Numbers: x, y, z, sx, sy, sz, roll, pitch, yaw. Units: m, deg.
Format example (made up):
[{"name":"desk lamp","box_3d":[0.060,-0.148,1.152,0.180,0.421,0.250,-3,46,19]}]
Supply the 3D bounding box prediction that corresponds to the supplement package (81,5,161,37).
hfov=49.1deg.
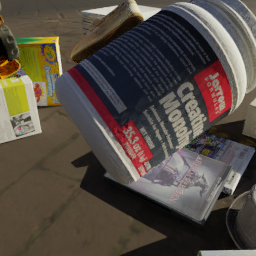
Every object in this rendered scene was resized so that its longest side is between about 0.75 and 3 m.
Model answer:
[{"name":"supplement package","box_3d":[-0.177,-3.399,11.607,2.081,2.829,2.706,26,40,37]}]

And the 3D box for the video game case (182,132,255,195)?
[{"name":"video game case","box_3d":[2.134,0.775,7.281,1.757,0.222,1.928,20,38,29]}]

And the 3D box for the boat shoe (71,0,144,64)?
[{"name":"boat shoe","box_3d":[-0.766,-2.981,8.844,0.968,2.683,0.871,14,51,-59]}]

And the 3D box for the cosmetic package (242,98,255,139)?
[{"name":"cosmetic package","box_3d":[4.968,-0.057,7.846,2.916,1.036,1.534,22,37,31]}]

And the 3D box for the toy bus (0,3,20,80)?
[{"name":"toy bus","box_3d":[-3.143,-2.019,5.391,1.328,1.957,1.879,-26,42,-22]}]

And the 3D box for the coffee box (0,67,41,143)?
[{"name":"coffee box","box_3d":[-3.725,-0.715,8.312,1.649,1.668,1.665,-17,35,-26]}]

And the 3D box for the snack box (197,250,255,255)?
[{"name":"snack box","box_3d":[1.833,2.140,3.872,1.763,1.253,0.467,-3,45,3]}]

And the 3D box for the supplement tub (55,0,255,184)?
[{"name":"supplement tub","box_3d":[0.491,-0.638,4.412,2.792,1.960,1.960,-35,39,-5]}]

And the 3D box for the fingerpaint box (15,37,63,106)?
[{"name":"fingerpaint box","box_3d":[-3.248,-1.922,9.724,1.884,2.259,0.828,-4,33,-5]}]

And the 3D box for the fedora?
[{"name":"fedora","box_3d":[3.085,1.651,4.931,2.475,1.117,2.189,15,37,23]}]

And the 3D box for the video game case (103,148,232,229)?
[{"name":"video game case","box_3d":[0.912,1.061,6.546,2.466,0.234,1.762,19,45,30]}]
